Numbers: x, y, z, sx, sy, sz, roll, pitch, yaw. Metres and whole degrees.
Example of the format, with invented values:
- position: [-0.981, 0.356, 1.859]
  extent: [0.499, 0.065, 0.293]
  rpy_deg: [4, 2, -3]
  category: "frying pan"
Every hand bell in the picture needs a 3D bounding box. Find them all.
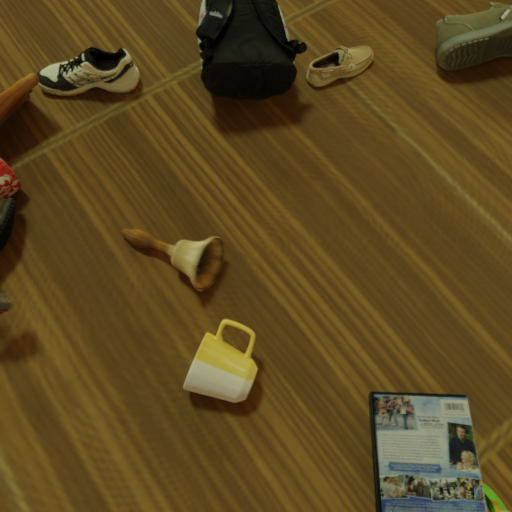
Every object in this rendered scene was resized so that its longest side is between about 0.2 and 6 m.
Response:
- position: [-1.507, -0.129, 9.248]
  extent: [1.748, 0.910, 0.910]
  rpy_deg: [19, 65, 22]
  category: "hand bell"

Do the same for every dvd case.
- position: [2.341, 2.871, 7.764]
  extent: [1.437, 0.177, 2.015]
  rpy_deg: [1, 54, 5]
  category: "dvd case"

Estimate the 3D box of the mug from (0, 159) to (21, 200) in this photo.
- position: [-4.713, -1.041, 9.434]
  extent: [1.358, 1.205, 0.906]
  rpy_deg: [-45, 116, -24]
  category: "mug"

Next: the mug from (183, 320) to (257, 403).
- position: [-0.453, 1.626, 8.165]
  extent: [0.909, 1.107, 0.887]
  rpy_deg: [23, 36, 2]
  category: "mug"

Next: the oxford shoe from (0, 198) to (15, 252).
- position: [-4.559, -0.258, 9.129]
  extent: [0.786, 0.677, 1.863]
  rpy_deg: [22, 60, -5]
  category: "oxford shoe"

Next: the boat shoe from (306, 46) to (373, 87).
- position: [1.694, -3.860, 11.109]
  extent: [1.515, 0.492, 0.546]
  rpy_deg: [-25, 67, -12]
  category: "boat shoe"

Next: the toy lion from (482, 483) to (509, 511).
- position: [2.654, 3.477, 7.613]
  extent: [1.286, 0.442, 1.233]
  rpy_deg: [-26, 59, -12]
  category: "toy lion"

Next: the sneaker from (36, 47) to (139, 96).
- position: [-3.310, -3.658, 10.806]
  extent: [2.000, 0.877, 0.756]
  rpy_deg: [-5, 66, -1]
  category: "sneaker"

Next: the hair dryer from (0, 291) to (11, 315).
- position: [-5.208, 0.753, 8.571]
  extent: [2.977, 0.809, 2.267]
  rpy_deg: [-34, 67, -2]
  category: "hair dryer"

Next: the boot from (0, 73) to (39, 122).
- position: [-4.646, -2.277, 9.666]
  extent: [2.411, 2.270, 0.825]
  rpy_deg: [-46, 109, -20]
  category: "boot"

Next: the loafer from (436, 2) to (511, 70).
- position: [4.987, -4.625, 11.111]
  extent: [3.090, 1.162, 1.076]
  rpy_deg: [-13, 69, -6]
  category: "loafer"

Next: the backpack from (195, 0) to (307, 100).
- position: [-0.322, -4.157, 10.677]
  extent: [2.008, 1.523, 2.407]
  rpy_deg: [-1, 62, -17]
  category: "backpack"
